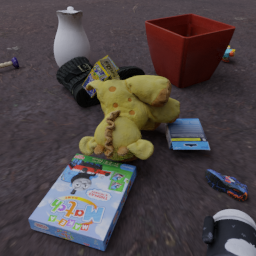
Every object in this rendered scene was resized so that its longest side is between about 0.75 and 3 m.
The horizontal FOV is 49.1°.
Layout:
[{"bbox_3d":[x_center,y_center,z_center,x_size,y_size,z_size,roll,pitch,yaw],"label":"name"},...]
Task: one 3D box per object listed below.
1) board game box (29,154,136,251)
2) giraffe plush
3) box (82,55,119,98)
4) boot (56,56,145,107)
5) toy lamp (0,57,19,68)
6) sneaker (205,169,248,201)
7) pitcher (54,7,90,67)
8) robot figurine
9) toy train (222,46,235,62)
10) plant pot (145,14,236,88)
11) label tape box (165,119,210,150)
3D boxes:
[{"bbox_3d":[-0.915,1.552,6.478,1.679,0.406,2.219,10,36,14],"label":"board game box"},{"bbox_3d":[-0.022,-0.109,7.458,2.434,2.821,2.288,-18,52,38],"label":"giraffe plush"},{"bbox_3d":[-0.853,-1.489,8.348,0.488,1.517,0.531,-39,92,-29],"label":"box"},{"bbox_3d":[-1.092,-2.030,10.885,3.029,1.140,2.264,-17,39,-22],"label":"boot"},{"bbox_3d":[-5.864,-2.686,12.361,1.925,0.560,0.560,-24,42,-32],"label":"toy lamp"},{"bbox_3d":[2.397,1.350,6.851,1.109,0.418,0.435,32,39,25],"label":"sneaker"},{"bbox_3d":[-2.443,-3.870,12.248,1.556,2.567,2.202,-2,30,-6],"label":"pitcher"},{"bbox_3d":[1.914,2.217,5.147,0.923,1.112,1.480,-5,32,24],"label":"robot figurine"},{"bbox_3d":[4.307,-3.743,13.846,1.608,0.595,2.140,-6,33,-6],"label":"toy train"},{"bbox_3d":[2.371,-3.116,11.473,2.548,2.247,2.550,-20,39,-25],"label":"plant pot"},{"bbox_3d":[1.694,0.301,8.209,1.037,0.478,1.447,0,38,-2],"label":"label tape box"}]
